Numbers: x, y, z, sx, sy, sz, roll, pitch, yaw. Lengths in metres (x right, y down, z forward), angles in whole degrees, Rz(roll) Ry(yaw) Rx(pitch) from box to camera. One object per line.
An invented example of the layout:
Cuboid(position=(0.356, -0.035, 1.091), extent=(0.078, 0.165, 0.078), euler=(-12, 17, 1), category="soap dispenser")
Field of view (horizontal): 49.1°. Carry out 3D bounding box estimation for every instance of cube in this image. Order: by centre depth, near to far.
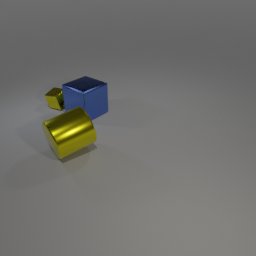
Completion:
Cuboid(position=(-1.842, -1.295, 12.271), extent=(1.400, 1.400, 1.400), euler=(23, 38, 33), category="cube")
Cuboid(position=(-3.249, -1.362, 12.848), extent=(0.700, 0.700, 0.700), euler=(12, 45, 26), category="cube")

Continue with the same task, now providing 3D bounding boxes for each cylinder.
Cuboid(position=(-2.014, 0.151, 9.644), extent=(1.400, 1.400, 1.400), euler=(-27, 39, -23), category="cylinder")
